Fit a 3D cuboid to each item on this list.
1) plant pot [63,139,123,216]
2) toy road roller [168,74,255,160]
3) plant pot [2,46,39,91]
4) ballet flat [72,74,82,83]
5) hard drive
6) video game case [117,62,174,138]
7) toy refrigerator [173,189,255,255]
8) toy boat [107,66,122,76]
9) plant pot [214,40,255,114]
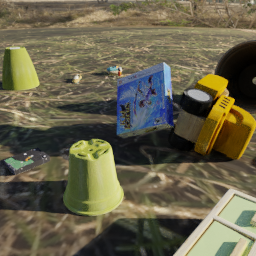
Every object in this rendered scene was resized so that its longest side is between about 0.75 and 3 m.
[{"bbox_3d":[-0.779,0.968,6.108,1.352,1.243,1.352,0,24,0],"label":"plant pot"},{"bbox_3d":[2.637,-0.241,8.319,2.068,1.741,2.833,26,35,19],"label":"toy road roller"},{"bbox_3d":[-5.503,-3.059,14.069,1.789,1.912,1.789,0,25,0],"label":"plant pot"},{"bbox_3d":[-2.793,-2.717,15.224,0.357,0.328,1.042,2,25,5],"label":"ballet flat"},{"bbox_3d":[-2.719,0.882,7.550,1.005,0.190,0.702,-22,32,-40],"label":"hard drive"},{"bbox_3d":[0.452,-0.793,8.350,1.731,1.910,0.434,-15,-24,34],"label":"video game case"},{"bbox_3d":[1.509,1.963,4.389,0.934,0.861,2.461,20,31,37],"label":"toy refrigerator"},{"bbox_3d":[-0.692,-3.422,16.516,0.957,0.529,1.138,-12,27,-26],"label":"toy boat"},{"bbox_3d":[5.098,-1.969,11.369,2.740,2.740,2.377,13,11,27],"label":"plant pot"}]
